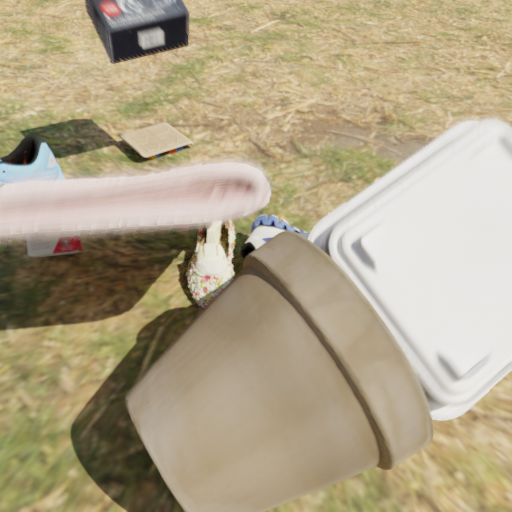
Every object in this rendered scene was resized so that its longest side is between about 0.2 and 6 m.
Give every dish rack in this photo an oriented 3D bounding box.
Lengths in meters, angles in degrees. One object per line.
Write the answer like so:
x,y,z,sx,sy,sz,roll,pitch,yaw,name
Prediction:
2.106,-0.006,5.484,2.700,0.588,2.318,-35,84,-15,dish rack

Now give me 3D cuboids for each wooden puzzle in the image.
-2.084,-2.354,11.617,1.221,0.283,1.131,-20,43,-30,wooden puzzle

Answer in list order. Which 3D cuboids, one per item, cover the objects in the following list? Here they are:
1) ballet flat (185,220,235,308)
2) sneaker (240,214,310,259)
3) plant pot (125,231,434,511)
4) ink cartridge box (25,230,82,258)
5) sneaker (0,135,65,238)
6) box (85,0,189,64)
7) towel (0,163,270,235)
-0.686,-0.066,8.427,0.761,0.643,2.013,-2,39,-2,ballet flat
0.537,0.056,8.291,1.852,0.748,1.070,14,44,27,sneaker
0.039,1.362,5.472,2.193,2.528,2.528,-31,46,-12,plant pot
-3.156,-0.529,8.678,0.766,1.038,0.444,-6,-3,-9,ink cartridge box
-4.518,-1.040,9.037,1.210,1.388,3.086,19,42,22,sneaker
-1.946,-3.944,9.084,1.361,0.708,1.239,-21,68,-18,box
-1.932,-0.668,6.720,3.678,0.621,3.851,-4,7,-8,towel
